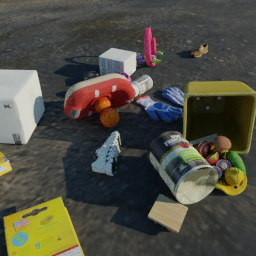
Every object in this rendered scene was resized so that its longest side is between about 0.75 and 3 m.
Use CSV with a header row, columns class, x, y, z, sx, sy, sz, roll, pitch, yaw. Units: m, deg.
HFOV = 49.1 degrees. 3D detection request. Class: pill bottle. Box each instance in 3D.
class,x,y,z,sx,sy,sz,roll,pitch,yaw
pill bottle,0.526,-1.975,13.359,0.735,0.735,1.292,26,43,31

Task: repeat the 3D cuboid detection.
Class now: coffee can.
class,x,y,z,sx,sy,sz,roll,pitch,yaw
coffee can,1.575,1.136,8.412,1.359,1.359,1.857,-13,36,-17

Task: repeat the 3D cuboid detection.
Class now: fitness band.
class,x,y,z,sx,sy,sz,roll,pitch,yaw
fitness band,1.234,-4.556,15.809,0.387,2.070,1.486,-2,12,18

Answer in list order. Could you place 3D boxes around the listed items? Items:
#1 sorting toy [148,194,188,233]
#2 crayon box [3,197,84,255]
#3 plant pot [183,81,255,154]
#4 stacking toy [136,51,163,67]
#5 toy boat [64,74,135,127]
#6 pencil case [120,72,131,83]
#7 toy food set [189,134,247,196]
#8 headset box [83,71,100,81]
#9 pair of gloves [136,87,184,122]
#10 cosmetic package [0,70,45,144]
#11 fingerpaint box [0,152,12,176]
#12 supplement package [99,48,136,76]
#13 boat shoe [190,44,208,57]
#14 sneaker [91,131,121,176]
class,x,y,z,sx,sy,sz,roll,pitch,yaw
sorting toy,1.078,2.383,7.690,0.873,0.304,0.868,25,40,15
crayon box,-1.966,2.955,6.698,1.586,0.635,2.499,-16,40,-20
plant pot,3.113,-0.636,10.286,2.283,2.298,2.351,0,28,8
stacking toy,1.087,-3.942,16.129,1.742,0.409,1.313,-1,36,17
toy boat,-0.985,-0.903,11.358,2.958,1.930,1.933,-22,72,-27
pencil case,-0.894,-2.078,13.407,1.993,0.904,0.933,-20,72,-26
toy food set,2.932,0.931,9.053,1.451,0.806,2.467,-9,46,-12
headset box,-1.865,-2.506,14.333,0.809,0.431,0.929,-7,37,-9
pair of gloves,1.943,-1.140,12.570,2.884,0.329,2.319,-24,43,-28
cosmetic package,-4.638,-0.874,10.795,1.964,1.962,2.381,2,35,3
fingerpaint box,-4.664,1.275,9.140,1.054,0.463,1.263,30,46,35
supplement package,-0.542,-3.434,15.022,1.500,1.103,1.434,17,39,21
boat shoe,4.426,-4.850,17.392,0.607,0.592,1.604,28,44,32
sneaker,-0.713,0.786,9.660,0.812,0.753,2.003,-2,35,12
